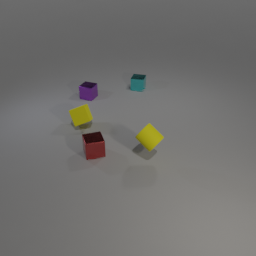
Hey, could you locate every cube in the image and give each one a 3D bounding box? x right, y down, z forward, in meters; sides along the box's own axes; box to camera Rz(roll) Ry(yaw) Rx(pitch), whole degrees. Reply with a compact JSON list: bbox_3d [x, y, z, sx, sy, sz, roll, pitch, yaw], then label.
[{"bbox_3d":[0.556,-2.428,15.005,0.700,0.700,0.700,8,33,12],"label":"cube"},{"bbox_3d":[-1.943,-0.542,11.628,0.700,0.700,0.700,-20,8,4],"label":"cube"},{"bbox_3d":[-1.985,-1.857,14.091,0.700,0.700,0.700,12,34,18],"label":"cube"},{"bbox_3d":[-1.236,0.635,10.108,0.700,0.700,0.700,-10,33,-15],"label":"cube"}]

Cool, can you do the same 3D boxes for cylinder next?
[{"bbox_3d":[0.731,0.318,9.500,0.700,0.700,0.700,45,44,6],"label":"cylinder"}]
